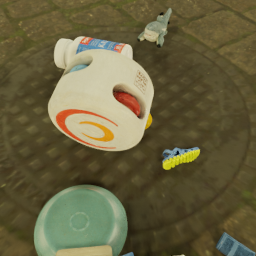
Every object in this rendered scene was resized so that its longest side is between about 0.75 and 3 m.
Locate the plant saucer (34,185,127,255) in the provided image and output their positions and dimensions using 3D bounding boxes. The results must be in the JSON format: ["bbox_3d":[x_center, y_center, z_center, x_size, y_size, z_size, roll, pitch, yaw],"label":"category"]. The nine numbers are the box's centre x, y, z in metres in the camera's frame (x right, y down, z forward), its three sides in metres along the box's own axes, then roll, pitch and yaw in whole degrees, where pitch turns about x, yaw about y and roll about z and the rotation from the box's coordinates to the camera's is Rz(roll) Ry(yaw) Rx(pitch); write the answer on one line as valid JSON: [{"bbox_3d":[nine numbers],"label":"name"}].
[{"bbox_3d":[-1.137,2.288,6.690,2.259,0.406,2.259,0,51,0],"label":"plant saucer"}]

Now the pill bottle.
[{"bbox_3d":[-1.219,-2.415,9.858,2.530,1.420,1.420,13,52,10],"label":"pill bottle"}]

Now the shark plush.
[{"bbox_3d":[1.409,-4.308,11.679,1.096,1.005,2.413,34,58,24],"label":"shark plush"}]

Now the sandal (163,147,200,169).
[{"bbox_3d":[1.467,0.740,7.935,1.181,0.470,0.514,-14,48,-13],"label":"sandal"}]

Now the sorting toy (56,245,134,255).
[{"bbox_3d":[-0.910,3.182,5.785,2.313,0.315,1.303,-4,71,-3],"label":"sorting toy"}]

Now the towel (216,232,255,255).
[{"bbox_3d":[2.453,2.806,6.395,0.803,0.195,0.448,32,59,23],"label":"towel"}]

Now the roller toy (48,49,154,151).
[{"bbox_3d":[-0.628,-0.735,7.622,2.791,2.546,1.951,16,62,3],"label":"roller toy"}]
